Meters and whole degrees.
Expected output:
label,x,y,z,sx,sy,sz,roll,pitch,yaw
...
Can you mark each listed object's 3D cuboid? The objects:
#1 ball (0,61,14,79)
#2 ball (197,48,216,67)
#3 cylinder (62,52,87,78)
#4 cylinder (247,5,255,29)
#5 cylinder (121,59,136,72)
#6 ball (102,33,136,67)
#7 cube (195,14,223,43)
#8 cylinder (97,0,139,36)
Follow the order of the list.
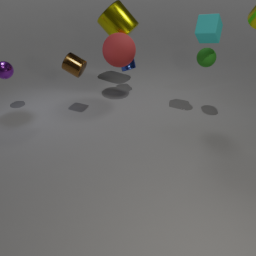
label,x,y,z,sx,sy,sz,roll,pitch,yaw
ball,-4.886,-2.281,11.055,0.700,0.700,0.700,0,31,0
ball,2.865,-2.576,10.230,0.700,0.700,0.700,0,31,0
cylinder,-2.002,-2.347,10.458,0.700,0.700,0.700,30,34,-2
cylinder,4.055,-3.417,8.347,0.700,0.700,0.700,-2,-11,-3
cylinder,-0.027,-3.077,13.148,0.700,0.700,0.700,-15,12,3
ball,-0.372,-3.254,11.714,1.400,1.400,1.400,0,31,0
cube,2.737,-3.346,9.470,0.700,0.700,0.700,9,-8,30
cylinder,-0.455,-4.854,12.917,1.400,1.400,1.400,-41,11,10
